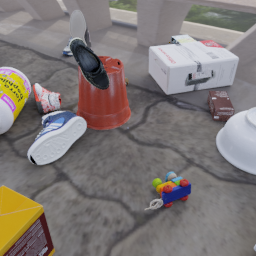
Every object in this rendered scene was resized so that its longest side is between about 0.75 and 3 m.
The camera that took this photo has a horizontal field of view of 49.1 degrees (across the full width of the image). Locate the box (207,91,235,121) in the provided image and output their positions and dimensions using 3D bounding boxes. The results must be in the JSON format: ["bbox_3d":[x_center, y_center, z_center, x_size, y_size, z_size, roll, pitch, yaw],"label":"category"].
[{"bbox_3d":[3.244,-0.795,9.873,0.656,0.491,1.311,2,39,2],"label":"box"}]

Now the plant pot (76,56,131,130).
[{"bbox_3d":[-0.854,-1.255,9.317,1.925,1.872,1.925,0,37,0],"label":"plant pot"}]

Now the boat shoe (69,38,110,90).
[{"bbox_3d":[-0.447,-0.763,3.499,0.286,0.765,0.254,-32,32,-6],"label":"boat shoe"}]

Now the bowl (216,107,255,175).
[{"bbox_3d":[3.901,0.162,8.093,2.467,1.109,2.467,1,37,0],"label":"bowl"}]

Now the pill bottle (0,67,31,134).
[{"bbox_3d":[-4.219,-0.752,8.994,1.444,1.444,2.771,1,38,1],"label":"pill bottle"}]

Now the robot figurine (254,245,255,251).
[{"bbox_3d":[3.015,2.535,5.317,1.134,0.640,0.962,35,16,37],"label":"robot figurine"}]

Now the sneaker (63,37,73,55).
[{"bbox_3d":[-2.820,-4.259,14.231,0.667,0.738,1.732,12,40,16],"label":"sneaker"}]

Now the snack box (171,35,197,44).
[{"bbox_3d":[3.093,-4.538,14.950,0.963,0.307,1.657,-11,38,-14],"label":"snack box"}]

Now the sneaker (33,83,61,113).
[{"bbox_3d":[-2.962,-1.155,10.296,0.887,0.553,1.656,-12,42,-17],"label":"sneaker"}]

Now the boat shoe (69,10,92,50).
[{"bbox_3d":[-1.633,-3.129,9.817,0.608,1.818,0.518,-8,10,6],"label":"boat shoe"}]

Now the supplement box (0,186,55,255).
[{"bbox_3d":[-2.280,2.207,5.022,1.007,1.517,1.497,18,41,22],"label":"supplement box"}]

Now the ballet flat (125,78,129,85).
[{"bbox_3d":[-0.419,-1.814,11.408,0.987,0.335,0.357,-10,57,-19],"label":"ballet flat"}]

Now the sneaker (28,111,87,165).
[{"bbox_3d":[-2.361,0.207,8.428,1.485,0.817,2.028,16,48,44],"label":"sneaker"}]

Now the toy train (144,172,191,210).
[{"bbox_3d":[0.812,1.511,6.823,1.300,0.550,0.752,-16,29,-20],"label":"toy train"}]

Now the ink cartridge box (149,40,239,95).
[{"bbox_3d":[2.568,-2.575,11.575,2.981,1.235,2.188,-10,38,-13],"label":"ink cartridge box"}]
